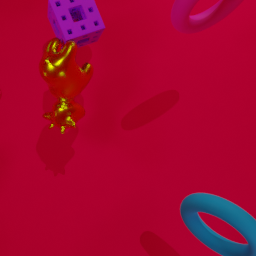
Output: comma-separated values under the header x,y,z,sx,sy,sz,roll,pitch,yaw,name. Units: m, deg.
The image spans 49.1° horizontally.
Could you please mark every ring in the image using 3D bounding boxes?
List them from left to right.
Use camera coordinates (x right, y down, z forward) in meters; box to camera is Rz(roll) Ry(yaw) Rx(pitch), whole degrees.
x,y,z,sx,sy,sz,roll,pitch,yaw,name
1.474,-2.255,4.847,1.612,1.612,0.322,-26,76,-5,ring
1.573,1.694,4.725,1.536,1.536,0.307,40,59,8,ring

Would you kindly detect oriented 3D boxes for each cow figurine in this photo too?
x,y,z,sx,sy,sz,roll,pitch,yaw,name
-1.252,-0.731,5.331,0.824,1.501,1.477,17,74,23,cow figurine

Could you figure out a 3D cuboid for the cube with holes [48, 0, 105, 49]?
x,y,z,sx,sy,sz,roll,pitch,yaw,name
-1.019,-2.047,5.411,0.779,0.779,0.779,-24,95,-16,cube with holes
